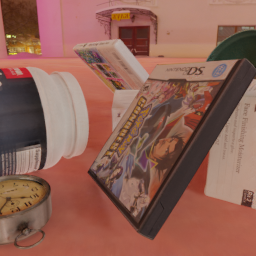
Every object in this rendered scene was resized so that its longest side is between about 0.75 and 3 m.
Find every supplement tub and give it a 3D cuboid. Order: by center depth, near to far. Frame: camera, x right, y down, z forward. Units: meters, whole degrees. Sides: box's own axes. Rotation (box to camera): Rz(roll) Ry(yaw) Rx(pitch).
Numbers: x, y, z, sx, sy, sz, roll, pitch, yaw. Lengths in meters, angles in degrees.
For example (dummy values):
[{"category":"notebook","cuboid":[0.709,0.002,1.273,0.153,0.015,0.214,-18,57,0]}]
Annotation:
[{"category":"supplement tub","cuboid":[-2.299,-0.066,4.923,2.758,1.935,1.935,-11,20,-32]}]

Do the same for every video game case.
[{"category":"video game case","cuboid":[0.405,0.045,4.093,0.298,2.336,2.111,35,-5,-25]},{"category":"video game case","cuboid":[-0.198,-1.674,9.280,2.692,2.957,0.350,18,69,53]}]

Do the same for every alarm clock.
[{"category":"alarm clock","cuboid":[-1.464,1.092,3.567,1.072,0.529,1.589,-12,18,-35]}]

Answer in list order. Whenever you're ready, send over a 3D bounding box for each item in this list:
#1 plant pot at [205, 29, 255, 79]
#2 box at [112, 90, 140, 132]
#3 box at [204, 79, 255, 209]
[{"category":"plant pot","cuboid":[4.282,-1.793,10.019,1.855,2.769,2.769,26,0,-35]},{"category":"box","cuboid":[0.348,-0.209,6.806,1.420,1.113,2.283,0,16,-1]},{"category":"box","cuboid":[2.105,0.151,4.607,1.128,1.717,1.726,10,20,30]}]
